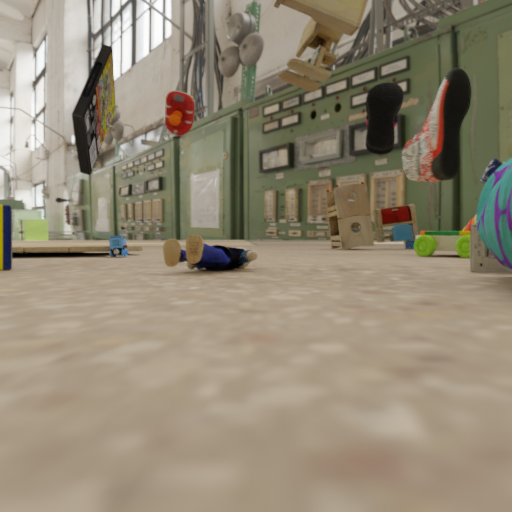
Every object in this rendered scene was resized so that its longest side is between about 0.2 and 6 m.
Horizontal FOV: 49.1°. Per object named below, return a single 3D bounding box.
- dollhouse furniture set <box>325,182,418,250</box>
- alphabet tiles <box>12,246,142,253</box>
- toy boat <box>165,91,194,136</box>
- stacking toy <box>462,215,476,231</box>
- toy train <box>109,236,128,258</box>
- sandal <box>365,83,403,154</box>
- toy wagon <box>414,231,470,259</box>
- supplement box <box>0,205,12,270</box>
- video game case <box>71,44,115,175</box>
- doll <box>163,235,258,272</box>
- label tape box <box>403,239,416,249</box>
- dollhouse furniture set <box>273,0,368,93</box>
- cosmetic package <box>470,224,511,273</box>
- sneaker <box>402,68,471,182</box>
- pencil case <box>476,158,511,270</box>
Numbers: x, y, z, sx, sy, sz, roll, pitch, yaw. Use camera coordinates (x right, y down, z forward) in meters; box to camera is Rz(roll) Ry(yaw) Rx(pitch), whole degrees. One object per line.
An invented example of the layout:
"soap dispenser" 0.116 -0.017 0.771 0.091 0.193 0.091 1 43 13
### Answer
"dollhouse furniture set" 3.114 -1.114 14.556 2.290 1.604 1.614 -8 2 -2
"alphabet tiles" -4.192 -0.111 9.926 3.936 0.125 3.276 -1 0 -25
"toy boat" -1.923 -3.410 13.646 0.715 1.095 0.716 15 45 4
"stacking toy" 5.055 -0.456 12.852 1.075 1.075 1.471 -1 -15 -21
"toy train" -2.206 -0.150 8.996 0.264 0.348 0.610 -2 2 -5
"sandal" 2.762 -2.994 12.352 0.806 2.145 0.483 9 -29 12
"toy wagon" 3.734 -0.193 9.072 1.705 0.435 2.198 -2 3 -39
"supplement box" -3.044 -0.175 5.412 1.191 0.652 0.648 0 1 -31
"video game case" -2.311 -2.061 8.054 0.180 1.276 1.412 15 -26 -5
"doll" -0.358 0.011 5.351 0.797 0.283 1.168 -8 -8 24
"label tape box" 4.255 -0.305 14.869 0.581 0.255 0.805 0 5 8
"dollhouse furniture set" 0.644 -2.946 6.861 0.967 1.276 1.455 18 -5 -11
"cosmetic package" 2.432 -0.087 5.562 0.552 0.466 1.069 1 2 22
"sneaker" 3.665 -2.663 11.645 0.767 2.298 1.231 9 -2 -27
"pencil case" 1.997 -0.340 3.509 1.028 1.116 2.415 27 11 14
